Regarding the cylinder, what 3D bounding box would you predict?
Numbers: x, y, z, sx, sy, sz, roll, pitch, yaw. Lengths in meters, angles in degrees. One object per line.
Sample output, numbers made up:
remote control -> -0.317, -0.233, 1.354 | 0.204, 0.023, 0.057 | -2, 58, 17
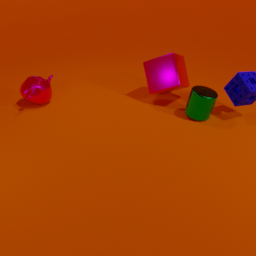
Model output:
cylinder -> 2.380, -0.816, 9.137 | 0.861, 0.861, 0.861 | 8, 34, -5

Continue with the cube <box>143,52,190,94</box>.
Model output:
cube -> 1.412, -1.941, 10.188 | 1.181, 1.181, 1.181 | -12, 1, 30

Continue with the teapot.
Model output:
teapot -> -3.223, -1.448, 10.057 | 1.128, 0.889, 1.815 | 28, 30, 3

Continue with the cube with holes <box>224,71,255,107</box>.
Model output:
cube with holes -> 3.738, -1.250, 8.951 | 0.773, 0.773, 0.773 | -8, 61, -26
